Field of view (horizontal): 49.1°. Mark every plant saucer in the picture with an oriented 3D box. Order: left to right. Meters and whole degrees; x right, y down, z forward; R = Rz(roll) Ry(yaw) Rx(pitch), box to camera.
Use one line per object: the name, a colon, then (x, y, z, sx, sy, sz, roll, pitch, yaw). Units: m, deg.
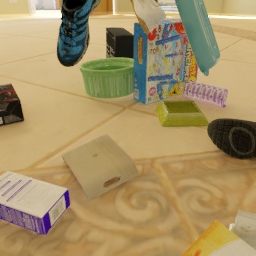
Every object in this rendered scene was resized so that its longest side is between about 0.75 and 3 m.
plant saucer: (1.787, -0.560, 9.383, 1.544, 0.370, 1.542, -1, 27, -3)

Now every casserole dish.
casserole dish: (1.789, -2.468, 6.977, 0.454, 2.341, 1.418, -17, 11, 29)

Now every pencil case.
pencil case: (2.851, -1.271, 10.408, 1.640, 0.701, 0.688, 19, 33, 34)

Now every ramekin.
ramekin: (-0.710, -2.018, 11.215, 2.339, 1.142, 2.339, -3, 25, 1)

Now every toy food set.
toy food set: (-0.723, 0.856, 6.634, 1.253, 0.527, 1.746, -25, 33, -19)

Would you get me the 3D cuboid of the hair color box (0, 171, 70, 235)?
hair color box: (-2.011, 1.412, 5.452, 1.533, 0.497, 0.838, 13, 31, 19)

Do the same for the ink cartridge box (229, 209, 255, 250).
ink cartridge box: (2.085, 1.599, 4.040, 1.174, 1.458, 0.365, 11, 45, 20)

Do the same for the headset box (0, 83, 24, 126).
headset box: (-4.522, -0.805, 9.387, 1.569, 0.792, 2.111, -14, 30, -24)

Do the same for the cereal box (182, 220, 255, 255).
cereal box: (1.386, 2.297, 3.233, 1.519, 0.417, 2.111, -39, 41, -17)

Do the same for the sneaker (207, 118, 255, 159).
sneaker: (3.426, 0.269, 7.380, 2.645, 1.004, 1.200, 14, 20, 12)

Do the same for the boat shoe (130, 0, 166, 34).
boat shoe: (0.567, -4.073, 8.845, 0.937, 0.957, 2.704, -26, 57, 14)

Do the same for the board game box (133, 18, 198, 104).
board game box: (1.520, -2.608, 10.681, 2.774, 2.833, 0.792, -20, 33, -32)

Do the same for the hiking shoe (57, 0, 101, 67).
hiking shoe: (-1.421, -2.747, 7.058, 0.914, 2.456, 1.065, 24, 19, 12)

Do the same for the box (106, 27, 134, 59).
box: (-0.465, -4.054, 14.478, 1.055, 1.889, 2.676, -7, 29, -11)
